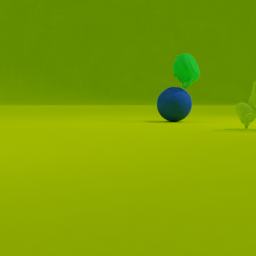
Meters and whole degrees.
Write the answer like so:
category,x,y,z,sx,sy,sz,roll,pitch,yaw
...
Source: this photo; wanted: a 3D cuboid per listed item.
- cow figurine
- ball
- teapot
category,x,y,z,sx,sy,sz,roll,pitch,yaw
cow figurine,3.645,-0.621,7.631,1.337,1.315,0.734,3,-20,19
ball,1.776,-0.905,10.774,1.339,1.339,1.339,0,5,0
teapot,2.174,-2.294,10.836,0.912,1.862,1.158,-24,-39,31
